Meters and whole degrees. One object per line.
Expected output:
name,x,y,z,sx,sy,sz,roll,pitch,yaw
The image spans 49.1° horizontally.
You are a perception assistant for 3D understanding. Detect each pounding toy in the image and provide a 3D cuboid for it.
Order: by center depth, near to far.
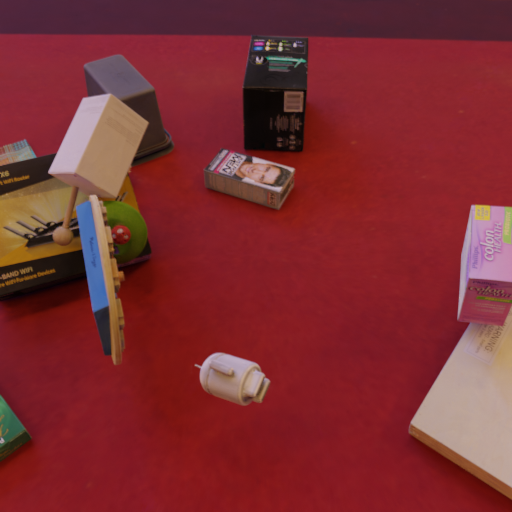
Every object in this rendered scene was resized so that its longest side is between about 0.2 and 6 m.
pounding toy,-2.476,-0.346,8.952,1.420,1.096,0.659,22,17,-12

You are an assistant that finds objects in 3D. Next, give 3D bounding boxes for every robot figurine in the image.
robot figurine,-0.307,1.525,6.961,0.940,0.797,0.531,11,58,30

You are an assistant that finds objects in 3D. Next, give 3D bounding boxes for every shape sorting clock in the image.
shape sorting clock,-2.063,0.330,7.733,0.460,2.343,2.343,-10,48,-15

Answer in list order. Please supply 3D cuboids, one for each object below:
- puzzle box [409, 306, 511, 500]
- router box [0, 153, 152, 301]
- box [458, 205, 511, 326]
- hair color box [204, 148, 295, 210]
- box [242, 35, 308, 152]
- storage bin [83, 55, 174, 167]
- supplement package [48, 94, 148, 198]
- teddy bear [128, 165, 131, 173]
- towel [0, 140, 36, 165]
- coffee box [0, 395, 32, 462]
puzzle box,4.468,1.526,7.962,2.816,0.538,4.232,30,67,26
router box,-3.423,-0.635,9.729,2.731,0.713,2.147,-17,85,-15
box,3.219,0.156,7.766,0.638,1.320,1.161,5,60,17
hair color box,-0.137,-1.588,11.446,1.670,0.506,0.827,19,50,16
box,0.457,-3.664,12.554,1.376,1.645,2.214,3,48,3
storage bin,-3.012,-3.256,12.289,1.651,1.524,2.269,-25,52,-21
supplement package,-2.561,-1.765,9.126,0.854,0.865,1.426,8,72,42
teddy bear,-3.448,-1.330,11.039,1.642,0.756,2.265,18,53,-12
towel,-5.249,-1.754,11.807,1.386,0.205,1.890,-23,52,-21
coffee box,-4.025,2.341,7.993,1.536,0.338,0.944,35,57,28
